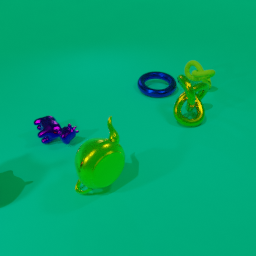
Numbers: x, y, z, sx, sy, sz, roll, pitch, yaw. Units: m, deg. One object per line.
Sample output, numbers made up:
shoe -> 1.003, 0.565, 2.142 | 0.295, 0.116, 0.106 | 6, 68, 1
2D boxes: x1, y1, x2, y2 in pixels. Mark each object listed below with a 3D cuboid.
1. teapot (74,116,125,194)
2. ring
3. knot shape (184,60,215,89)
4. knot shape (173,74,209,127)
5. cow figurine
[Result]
teapot -> -0.681, 0.691, 6.503 | 0.968, 1.976, 1.229 | 32, 6, 40
ring -> 1.120, -1.705, 10.816 | 1.536, 0.307, 1.536 | 0, 44, 0
knot shape -> 2.713, -2.087, 10.761 | 1.227, 1.311, 0.606 | 36, 92, 24
knot shape -> 2.089, -0.958, 9.033 | 0.766, 1.659, 1.552 | 3, 17, 39
cow figurine -> -2.062, 0.020, 8.110 | 1.115, 0.622, 1.133 | -24, 57, -9
